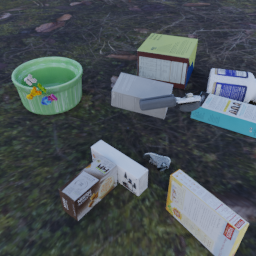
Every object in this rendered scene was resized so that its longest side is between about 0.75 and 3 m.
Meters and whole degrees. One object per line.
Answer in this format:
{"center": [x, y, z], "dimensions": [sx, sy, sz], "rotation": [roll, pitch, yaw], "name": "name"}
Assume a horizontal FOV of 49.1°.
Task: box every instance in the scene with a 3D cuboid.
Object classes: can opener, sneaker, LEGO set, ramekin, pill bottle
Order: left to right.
{"center": [-3.136, -1.158, 9.666], "dimensions": [0.553, 1.348, 0.514], "rotation": [-21, 45, 24], "name": "LEGO set"}
{"center": [-3.335, -1.819, 12.050], "dimensions": [2.868, 1.401, 2.868], "rotation": [0, 39, 0], "name": "ramekin"}
{"center": [0.914, 1.140, 9.203], "dimensions": [0.948, 0.356, 0.547], "rotation": [8, 41, 9], "name": "sneaker"}
{"center": [1.193, -0.670, 7.829], "dimensions": [1.745, 0.580, 0.459], "rotation": [-4, 21, 0], "name": "can opener"}
{"center": [4.612, -1.729, 11.949], "dimensions": [2.317, 1.387, 1.387], "rotation": [10, 40, 12], "name": "pill bottle"}

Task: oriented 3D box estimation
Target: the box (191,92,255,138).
{"center": [4.028, -0.528, 10.995], "dimensions": [2.841, 0.698, 1.169], "rotation": [20, 43, 23], "name": "box"}

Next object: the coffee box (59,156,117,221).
{"center": [-1.089, 1.687, 8.024], "dimensions": [0.660, 0.948, 1.657], "rotation": [27, 45, 29], "name": "coffee box"}

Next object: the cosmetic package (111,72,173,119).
{"center": [0.494, -1.123, 9.644], "dimensions": [1.942, 0.876, 1.037], "rotation": [18, 53, 9], "name": "cosmetic package"}

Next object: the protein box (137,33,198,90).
{"center": [1.925, -3.332, 13.758], "dimensions": [2.413, 1.628, 2.395], "rotation": [13, 40, 16], "name": "protein box"}

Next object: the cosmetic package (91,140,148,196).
{"center": [-0.297, 1.213, 8.722], "dimensions": [1.998, 0.825, 0.506], "rotation": [29, 46, 32], "name": "cosmetic package"}

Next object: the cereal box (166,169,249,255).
{"center": [1.839, 2.178, 6.983], "dimensions": [0.409, 1.487, 2.067], "rotation": [-26, 46, -30], "name": "cereal box"}
